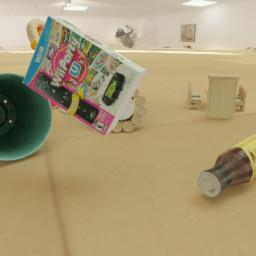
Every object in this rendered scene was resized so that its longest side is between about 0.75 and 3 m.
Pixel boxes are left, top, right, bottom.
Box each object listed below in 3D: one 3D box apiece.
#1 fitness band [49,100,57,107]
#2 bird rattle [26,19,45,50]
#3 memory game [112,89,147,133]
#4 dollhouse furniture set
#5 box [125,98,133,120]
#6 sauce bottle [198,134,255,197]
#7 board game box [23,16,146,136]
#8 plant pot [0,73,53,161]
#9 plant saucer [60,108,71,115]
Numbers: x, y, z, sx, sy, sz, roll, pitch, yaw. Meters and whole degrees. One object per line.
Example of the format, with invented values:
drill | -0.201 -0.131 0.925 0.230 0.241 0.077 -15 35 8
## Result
fitness band | -3.829 -1.376 13.463 2.530 0.473 1.817 -18 20 -40
bird rattle | -2.758 -3.151 10.109 1.372 2.436 1.986 -16 -22 25
memory game | -0.291 -0.762 10.304 2.018 2.018 0.129 -1 -21 -3
dollhouse furniture set | 3.959 -1.638 12.376 2.479 1.756 2.699 4 21 10
box | -0.409 -1.657 12.004 1.076 2.046 2.498 -2 19 -5
sauce bottle | 2.738 0.883 6.805 2.823 0.932 0.932 -21 28 -39
board game box | -1.007 -1.153 6.306 2.290 1.690 0.736 33 23 7
plant pot | -3.743 -0.355 8.300 2.378 2.378 1.909 -16 14 -37
plant saucer | -2.168 -1.068 12.716 1.840 0.462 1.840 0 20 0
